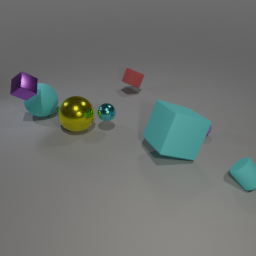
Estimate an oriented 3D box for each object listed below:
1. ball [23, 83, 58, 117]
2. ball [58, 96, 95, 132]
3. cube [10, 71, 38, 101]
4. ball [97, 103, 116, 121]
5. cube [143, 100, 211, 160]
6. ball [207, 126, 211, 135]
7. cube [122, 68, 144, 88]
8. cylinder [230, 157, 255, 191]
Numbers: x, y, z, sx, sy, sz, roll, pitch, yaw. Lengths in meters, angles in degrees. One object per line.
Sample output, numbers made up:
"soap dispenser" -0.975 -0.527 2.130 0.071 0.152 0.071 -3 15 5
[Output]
"ball" -3.660 -1.174 11.782 1.400 1.400 1.400 0 31 0
"ball" -1.977 -0.541 10.793 1.400 1.400 1.400 0 31 0
"cube" -3.871 -1.552 10.443 0.700 0.700 0.700 -23 61 33
"ball" -0.808 -0.597 10.628 0.700 0.700 0.700 0 31 0
"cube" 1.566 0.058 9.210 1.400 1.400 1.400 12 17 -26
"ball" 2.795 -0.029 10.611 0.700 0.700 0.700 0 31 0
"cube" 0.248 -2.465 13.759 0.700 0.700 0.700 13 15 -36
"cylinder" 3.458 1.323 8.125 0.700 0.700 0.700 49 42 0
